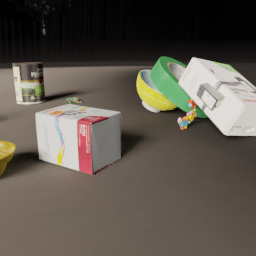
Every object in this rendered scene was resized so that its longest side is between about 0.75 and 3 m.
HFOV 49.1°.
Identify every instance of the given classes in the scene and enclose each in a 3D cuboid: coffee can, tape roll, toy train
[{"bbox_3d":[-4.591,-2.114,13.072,1.331,1.818,1.331,0,16,0],"label":"coffee can"},{"bbox_3d":[2.193,-1.591,10.668,2.846,0.684,2.846,26,31,-17],"label":"tape roll"},{"bbox_3d":[1.863,-0.474,8.964,0.293,0.791,1.053,24,68,41],"label":"toy train"}]

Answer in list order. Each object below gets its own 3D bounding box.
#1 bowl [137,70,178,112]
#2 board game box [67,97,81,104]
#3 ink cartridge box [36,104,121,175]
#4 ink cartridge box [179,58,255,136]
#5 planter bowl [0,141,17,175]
[{"bbox_3d":[1.167,-1.295,11.132,2.072,1.115,2.072,19,31,-12],"label":"bowl"},{"bbox_3d":[-2.601,-1.324,13.444,0.530,0.119,1.012,-8,18,-19],"label":"board game box"},{"bbox_3d":[-1.126,0.181,6.460,1.619,1.171,1.176,10,19,29],"label":"ink cartridge box"},{"bbox_3d":[2.974,-0.957,8.415,1.783,1.030,2.451,1,41,-33],"label":"ink cartridge box"},{"bbox_3d":[-2.936,0.739,5.632,1.362,0.567,1.362,-1,16,0],"label":"planter bowl"}]
